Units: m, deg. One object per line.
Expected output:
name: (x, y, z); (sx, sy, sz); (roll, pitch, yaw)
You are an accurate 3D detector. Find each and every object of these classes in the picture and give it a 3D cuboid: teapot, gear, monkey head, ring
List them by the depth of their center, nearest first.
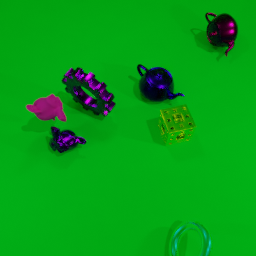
ring: (1.410, 2.713, 6.440); (0.241, 1.205, 1.205); (34, 55, -27)
monkey head: (-2.136, -0.426, 7.643); (0.764, 1.268, 0.912); (-33, 72, 9)
monkey head: (-1.829, 0.246, 7.980); (1.237, 0.890, 0.746); (15, 35, 30)
gear: (-1.169, -1.041, 8.308); (1.708, 1.708, 0.316); (28, 65, 16)
teapot: (1.000, -1.426, 8.999); (1.890, 0.925, 1.175); (40, 65, 15)
teapot: (3.338, -3.410, 10.089); (0.940, 1.194, 1.920); (-21, 75, -13)

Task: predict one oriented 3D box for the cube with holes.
cube with holes: (1.410, -0.074, 8.250); (0.808, 0.808, 0.808); (-13, 60, -8)
